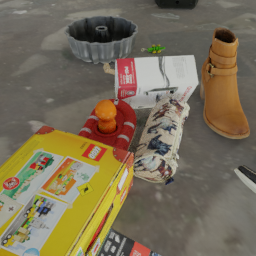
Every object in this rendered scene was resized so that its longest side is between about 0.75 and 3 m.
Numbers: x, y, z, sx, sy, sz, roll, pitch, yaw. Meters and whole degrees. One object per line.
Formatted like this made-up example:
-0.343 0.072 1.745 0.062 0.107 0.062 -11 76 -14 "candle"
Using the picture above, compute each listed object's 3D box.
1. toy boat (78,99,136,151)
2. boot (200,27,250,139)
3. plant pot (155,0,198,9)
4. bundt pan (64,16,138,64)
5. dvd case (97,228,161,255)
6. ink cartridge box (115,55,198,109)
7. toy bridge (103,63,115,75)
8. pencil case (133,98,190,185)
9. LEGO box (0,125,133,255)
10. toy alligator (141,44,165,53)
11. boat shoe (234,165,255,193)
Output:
-0.506 -0.126 6.804 1.278 1.281 1.959 10 41 11 "toy boat"
2.667 -1.242 7.457 1.052 2.130 2.743 0 41 1 "boot"
2.713 -7.912 14.928 2.855 2.849 2.533 3 54 3 "plant pot"
-0.978 -3.339 10.741 2.759 1.036 2.759 -1 41 1 "bundt pan"
0.403 2.679 3.865 2.319 0.255 1.693 26 45 5 "dvd case"
0.706 -1.219 7.786 2.091 1.535 0.867 -4 72 -5 "ink cartridge box"
-0.055 -1.822 9.197 1.581 0.215 0.531 -2 52 -30 "toy bridge"
0.870 0.203 6.676 1.062 0.924 2.375 -9 35 28 "pencil case"
-1.431 1.434 5.129 2.149 1.114 2.886 16 43 18 "LEGO box"
0.973 -3.107 11.081 0.978 0.290 0.265 -7 0 -7 "toy alligator"
2.890 1.231 5.186 0.580 0.710 1.922 -51 48 3 "boat shoe"
